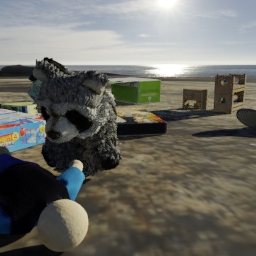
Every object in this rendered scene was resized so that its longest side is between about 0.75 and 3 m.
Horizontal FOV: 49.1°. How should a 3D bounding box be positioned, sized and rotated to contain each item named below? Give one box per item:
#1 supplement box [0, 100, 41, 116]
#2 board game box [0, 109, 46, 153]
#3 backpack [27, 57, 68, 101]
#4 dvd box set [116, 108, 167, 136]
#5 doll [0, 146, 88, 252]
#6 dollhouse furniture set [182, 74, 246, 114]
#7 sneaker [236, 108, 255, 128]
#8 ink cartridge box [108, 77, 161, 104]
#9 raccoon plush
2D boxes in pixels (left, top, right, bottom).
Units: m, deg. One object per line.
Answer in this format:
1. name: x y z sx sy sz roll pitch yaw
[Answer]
1. supplement box: -3.018 -0.397 8.294 1.054 0.709 1.056 6 14 26
2. board game box: -3.156 0.067 6.409 2.013 0.563 1.971 10 16 31
3. backpack: -2.330 -1.245 9.737 2.061 1.580 1.811 35 6 -11
4. dvd box set: -0.085 -0.238 8.357 1.819 0.365 2.486 -1 13 -11
5. doll: -1.308 0.742 3.499 1.694 0.602 2.482 -14 18 -41
6. dollhouse furniture set: 3.523 -1.502 11.502 2.061 1.444 1.452 10 16 38
7. sneaker: 4.024 -0.391 8.340 1.512 0.575 1.092 14 27 17
8. ink cartridge box: -0.235 -1.797 13.569 2.994 1.134 2.213 -11 17 -35
9. raccoon plush: -0.816 -0.545 4.742 1.358 1.881 2.808 -2 36 -5
